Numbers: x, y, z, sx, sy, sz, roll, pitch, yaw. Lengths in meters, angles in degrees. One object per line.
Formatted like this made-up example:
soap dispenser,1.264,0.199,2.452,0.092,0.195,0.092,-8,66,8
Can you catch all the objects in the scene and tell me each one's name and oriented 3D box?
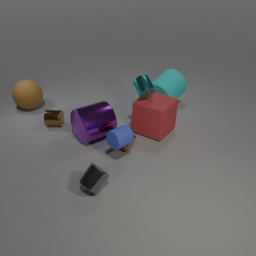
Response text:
cylinder,-1.045,1.550,8.659,0.700,0.700,0.700,31,82,40
cylinder,-1.381,-0.245,11.229,1.400,1.400,1.400,-20,36,-30
cylinder,-3.229,-0.436,12.240,0.700,0.700,0.700,2,31,3
cylinder,1.907,-1.920,13.671,1.400,1.400,1.400,25,56,36
cube,1.111,-0.532,11.661,1.400,1.400,1.400,20,35,28
cylinder,0.635,-1.639,11.127,0.700,0.700,0.700,-15,66,-24
cylinder,-0.160,0.424,10.629,0.700,0.700,0.700,33,40,12
cylinder,-0.283,0.324,9.784,0.700,0.700,0.700,-24,38,-38
ball,-4.824,-1.611,13.485,1.400,1.400,1.400,0,31,0
